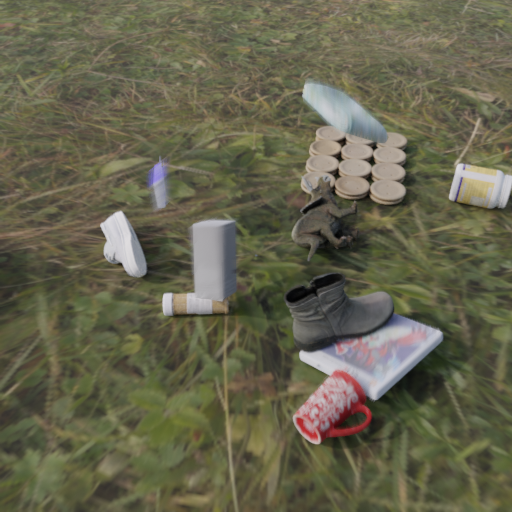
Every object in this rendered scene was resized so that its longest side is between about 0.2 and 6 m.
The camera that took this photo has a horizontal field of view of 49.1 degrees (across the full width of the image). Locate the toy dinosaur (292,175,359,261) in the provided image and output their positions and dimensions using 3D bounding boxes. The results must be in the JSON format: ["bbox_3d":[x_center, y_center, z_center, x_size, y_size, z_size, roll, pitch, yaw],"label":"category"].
[{"bbox_3d":[1.216,-0.502,10.637,1.256,0.945,2.455,5,45,24],"label":"toy dinosaur"}]

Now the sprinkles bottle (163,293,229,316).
[{"bbox_3d":[-0.995,0.794,9.302,1.071,0.366,0.366,-2,40,-2],"label":"sprinkles bottle"}]

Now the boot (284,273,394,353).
[{"bbox_3d":[1.300,0.709,8.339,1.776,1.160,0.601,-20,42,-13],"label":"boot"}]

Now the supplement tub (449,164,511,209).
[{"bbox_3d":[4.646,-1.428,11.614,1.094,0.795,0.795,15,42,17],"label":"supplement tub"}]

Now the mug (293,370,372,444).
[{"bbox_3d":[1.027,2.051,7.467,0.896,0.598,0.796,-35,24,-30],"label":"mug"}]

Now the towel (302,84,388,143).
[{"bbox_3d":[1.550,-2.491,9.721,1.167,0.328,1.363,0,43,-44],"label":"towel"}]

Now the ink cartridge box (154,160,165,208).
[{"bbox_3d":[-1.773,-1.354,10.229,0.155,0.713,0.706,-5,37,-5],"label":"ink cartridge box"}]

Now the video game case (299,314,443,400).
[{"bbox_3d":[1.726,1.364,8.471,1.619,0.186,1.475,-30,33,-31],"label":"video game case"}]

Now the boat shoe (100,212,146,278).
[{"bbox_3d":[-2.507,-0.162,10.307,0.608,0.639,1.776,-29,50,-2],"label":"boat shoe"}]

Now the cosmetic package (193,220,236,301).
[{"bbox_3d":[-0.652,0.047,8.943,0.543,1.205,0.644,6,14,19],"label":"cosmetic package"}]

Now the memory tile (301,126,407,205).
[{"bbox_3d":[2.299,-2.147,12.906,2.276,0.249,2.970,8,41,10],"label":"memory tile"}]
